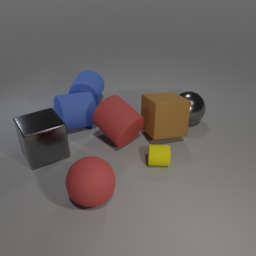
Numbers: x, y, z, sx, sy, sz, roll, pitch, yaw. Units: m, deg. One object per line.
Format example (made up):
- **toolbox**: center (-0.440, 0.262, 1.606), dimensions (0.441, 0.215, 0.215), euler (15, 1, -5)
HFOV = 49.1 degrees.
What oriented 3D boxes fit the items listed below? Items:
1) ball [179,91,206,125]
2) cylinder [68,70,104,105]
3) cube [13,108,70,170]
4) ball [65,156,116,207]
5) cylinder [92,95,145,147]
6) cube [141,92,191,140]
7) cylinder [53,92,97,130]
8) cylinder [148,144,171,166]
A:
- **ball**: center (2.521, -0.829, 11.680), dimensions (1.400, 1.400, 1.400), euler (0, 32, 0)
- **cylinder**: center (-1.906, -1.774, 13.026), dimensions (1.400, 1.400, 1.400), euler (4, 36, 6)
- **cube**: center (-2.989, 0.330, 9.781), dimensions (1.400, 1.400, 1.400), euler (-19, 37, -26)
- **ball**: center (-1.044, 1.499, 7.887), dimensions (1.400, 1.400, 1.400), euler (0, 32, 0)
- **cylinder**: center (-0.350, -0.264, 10.324), dimensions (1.400, 1.400, 1.400), euler (42, 48, 21)
- **cube**: center (1.379, -0.503, 10.684), dimensions (1.400, 1.400, 1.400), euler (-6, 23, -18)
- **cylinder**: center (-2.137, -0.694, 11.282), dimensions (1.400, 1.400, 1.400), euler (-10, 33, -27)
- **cylinder**: center (1.042, 0.918, 9.449), dimensions (0.700, 0.700, 0.700), euler (2, 32, 1)
